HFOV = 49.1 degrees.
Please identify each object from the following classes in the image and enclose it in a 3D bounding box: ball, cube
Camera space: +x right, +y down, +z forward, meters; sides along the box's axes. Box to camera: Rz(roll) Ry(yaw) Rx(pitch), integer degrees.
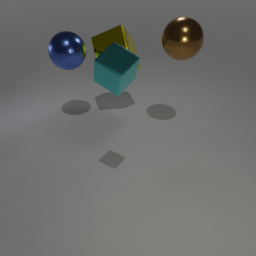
[{"bbox_3d":[-2.247,-2.862,10.403,1.400,1.400,1.400,0,31,0],"label":"ball"},{"bbox_3d":[-0.475,-3.048,11.416,1.400,1.400,1.400,-17,-13,17],"label":"cube"},{"bbox_3d":[1.832,-2.991,9.422,1.400,1.400,1.400,0,31,0],"label":"ball"},{"bbox_3d":[-0.262,-1.270,6.081,0.700,0.700,0.700,34,62,12],"label":"cube"}]
